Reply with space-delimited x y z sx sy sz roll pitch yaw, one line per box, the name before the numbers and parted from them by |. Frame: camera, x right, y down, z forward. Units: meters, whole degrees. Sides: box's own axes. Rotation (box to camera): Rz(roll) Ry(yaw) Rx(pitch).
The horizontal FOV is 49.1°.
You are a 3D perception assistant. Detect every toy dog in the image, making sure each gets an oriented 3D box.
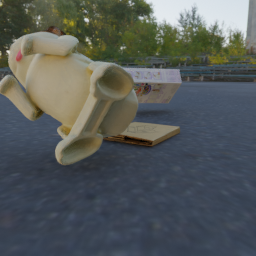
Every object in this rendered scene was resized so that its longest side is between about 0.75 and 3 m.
toy dog | -1.074 -0.925 5.094 2.479 1.730 2.403 37 28 22

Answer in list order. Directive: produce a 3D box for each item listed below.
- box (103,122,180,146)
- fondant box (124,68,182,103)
box | 0.335 0.102 6.648 1.350 0.176 1.651 7 12 30
fondant box | 0.686 -1.542 10.470 2.202 0.641 1.588 -2 -22 -11
